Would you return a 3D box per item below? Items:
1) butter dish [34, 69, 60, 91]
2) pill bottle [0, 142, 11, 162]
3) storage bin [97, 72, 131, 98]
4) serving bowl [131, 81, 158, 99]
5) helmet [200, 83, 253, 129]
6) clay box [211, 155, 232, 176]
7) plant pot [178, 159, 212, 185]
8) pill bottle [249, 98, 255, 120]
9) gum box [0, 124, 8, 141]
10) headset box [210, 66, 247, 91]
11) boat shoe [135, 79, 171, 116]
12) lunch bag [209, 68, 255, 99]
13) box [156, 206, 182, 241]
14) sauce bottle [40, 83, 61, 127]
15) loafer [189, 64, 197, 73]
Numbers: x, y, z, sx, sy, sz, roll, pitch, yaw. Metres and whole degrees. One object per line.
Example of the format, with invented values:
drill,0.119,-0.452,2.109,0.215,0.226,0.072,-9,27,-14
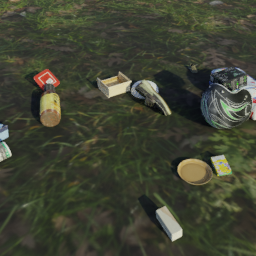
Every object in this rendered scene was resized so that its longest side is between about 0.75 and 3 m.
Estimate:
butter dish,-3.845,-2.104,13.066,0.920,0.682,0.922,48,53,-7
pill bottle,-4.475,0.924,9.289,1.010,0.571,0.571,-32,48,-32
storage bin,-0.661,-2.053,13.035,1.201,0.563,1.192,-21,44,-24
serving bowl,0.779,-1.855,12.903,1.276,0.420,1.276,0,38,0
helmet,3.579,-0.816,10.519,1.666,1.747,1.747,-7,39,-17
clay box,3.034,1.255,9.110,0.447,0.185,0.779,-11,44,2
plant pot,2.139,1.427,8.996,1.096,0.151,1.096,0,39,0
pill bottle,4.935,-0.809,11.280,1.408,0.790,0.790,29,47,32
gum box,-5.805,0.242,9.724,2.341,0.522,1.989,9,20,12
headset box,3.988,-1.910,11.039,1.123,0.521,0.978,-21,34,-7
boat shoe,1.021,-1.195,11.876,0.690,0.750,2.098,-37,60,1
lunch bag,4.880,-1.970,12.736,1.780,0.839,2.221,-7,38,-12
box,1.077,2.522,7.413,0.312,0.381,0.803,-22,44,-16
sauce bottle,-3.228,-1.061,11.583,0.812,0.812,2.460,-8,42,-10
loafer,3.392,-3.121,14.615,0.283,0.262,0.752,-12,40,-15
